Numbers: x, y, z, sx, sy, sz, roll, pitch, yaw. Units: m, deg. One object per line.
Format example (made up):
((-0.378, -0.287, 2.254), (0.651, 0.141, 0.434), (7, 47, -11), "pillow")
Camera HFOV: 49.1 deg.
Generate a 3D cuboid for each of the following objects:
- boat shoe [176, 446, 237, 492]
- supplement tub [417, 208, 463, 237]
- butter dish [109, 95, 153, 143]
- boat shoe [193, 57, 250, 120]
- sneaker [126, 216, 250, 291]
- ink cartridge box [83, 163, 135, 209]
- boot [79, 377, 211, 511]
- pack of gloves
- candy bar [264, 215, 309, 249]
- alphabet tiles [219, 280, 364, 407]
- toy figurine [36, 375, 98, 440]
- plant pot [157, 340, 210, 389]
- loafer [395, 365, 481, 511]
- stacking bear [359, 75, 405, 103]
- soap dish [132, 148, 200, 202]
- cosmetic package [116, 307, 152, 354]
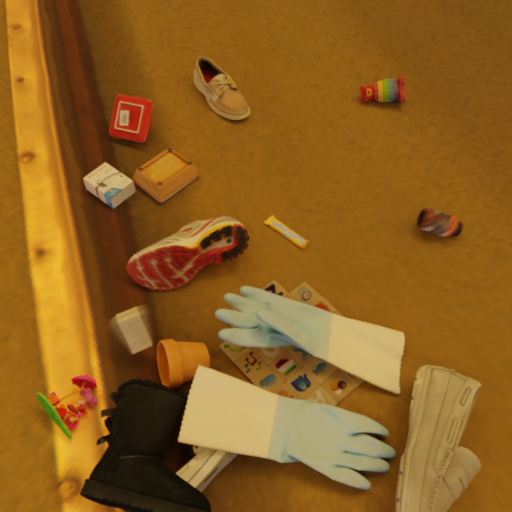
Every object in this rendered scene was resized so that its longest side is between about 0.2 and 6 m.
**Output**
((-0.824, 3.217, 9.182), (0.709, 0.614, 1.662), (37, 72, 27), "boat shoe")
((3.930, -0.683, 11.939), (0.892, 0.477, 0.477), (16, 54, -10), "supplement tub")
((-2.958, -3.342, 13.802), (1.039, 0.770, 1.042), (15, 98, 14), "butter dish")
((-0.957, -4.345, 14.478), (0.833, 0.747, 2.250), (-32, 60, -21), "boat shoe")
((-1.404, -0.088, 11.445), (2.512, 0.978, 1.032), (-19, 28, -7), "sneaker")
((-3.331, -1.602, 12.720), (0.941, 0.404, 0.689), (34, 61, 21), "ink cartridge box")
((-1.532, 3.041, 8.850), (2.363, 0.874, 1.936), (2, 55, 24), "boot")
((0.844, 2.014, 9.427), (3.622, 0.715, 3.043), (17, 54, -5), "pack of gloves")
((0.672, -0.506, 12.104), (1.119, 0.124, 0.279), (37, 62, 24), "candy bar")
((0.736, 1.667, 10.559), (2.239, 0.085, 2.691), (-35, 61, -23), "alphabet tiles")
((-3.117, 2.501, 9.696), (0.901, 0.735, 0.978), (-36, 83, -33), "toy figurine")
((-1.280, 1.890, 10.002), (0.785, 0.858, 0.858), (-6, 53, -24), "plant pot")
((2.877, 3.238, 8.737), (1.165, 1.167, 3.337), (7, 53, 21), "loafer")
((3.257, -4.263, 14.530), (1.114, 0.676, 0.633), (-5, 16, 8), "stacking bear")
((-2.066, -1.893, 12.862), (0.984, 0.508, 1.251), (37, 61, 24), "soap dish")
((-2.163, 1.326, 9.941), (0.396, 0.753, 0.268), (-21, 32, -12), "cosmetic package")
